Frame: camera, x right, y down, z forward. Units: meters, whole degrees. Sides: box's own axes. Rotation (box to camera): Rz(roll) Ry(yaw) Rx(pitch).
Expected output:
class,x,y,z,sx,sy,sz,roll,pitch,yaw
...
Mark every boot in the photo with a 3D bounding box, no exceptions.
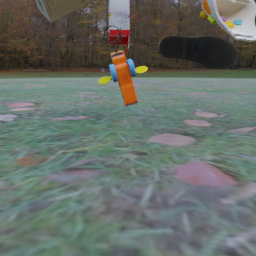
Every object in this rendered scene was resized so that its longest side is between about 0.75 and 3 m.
class,x,y,z,sx,sy,sz,roll,pitch,yaw
boot,2.083,-2.354,8.439,2.399,0.883,0.905,9,17,-3

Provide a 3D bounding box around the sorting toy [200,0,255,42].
class,x,y,z,sx,sy,sz,roll,pitch,yaw
sorting toy,3.577,-3.640,9.570,2.063,1.102,1.857,-2,54,-26

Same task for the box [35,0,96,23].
class,x,y,z,sx,sy,sz,roll,pitch,yaw
box,-1.619,-3.974,7.957,2.031,0.964,0.789,-34,63,-13

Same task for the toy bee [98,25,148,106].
class,x,y,z,sx,sy,sz,roll,pitch,yaw
toy bee,-0.076,-1.072,4.904,0.842,1.286,0.699,4,18,-8

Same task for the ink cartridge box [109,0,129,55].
class,x,y,z,sx,sy,sz,roll,pitch,yaw
ink cartridge box,-0.308,-3.526,9.360,0.670,1.994,1.158,0,4,-4
